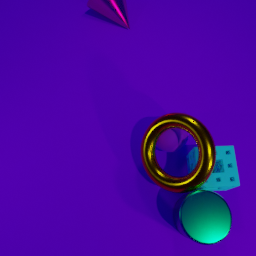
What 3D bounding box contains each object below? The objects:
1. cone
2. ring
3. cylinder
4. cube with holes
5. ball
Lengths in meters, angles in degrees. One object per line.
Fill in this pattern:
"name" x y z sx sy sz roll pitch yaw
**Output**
"cone" -0.362 -3.987 9.573 1.492 1.492 1.497 -39 99 -14
"ring" 1.161 0.599 6.817 1.963 0.393 1.963 1 91 35
"cylinder" 1.736 2.127 6.750 1.179 1.179 1.179 0 73 1
"cube with holes" 2.163 1.084 7.305 0.992 0.992 0.992 -2 71 -1
"ball" 1.151 0.146 7.707 1.035 1.035 1.035 0 68 0
